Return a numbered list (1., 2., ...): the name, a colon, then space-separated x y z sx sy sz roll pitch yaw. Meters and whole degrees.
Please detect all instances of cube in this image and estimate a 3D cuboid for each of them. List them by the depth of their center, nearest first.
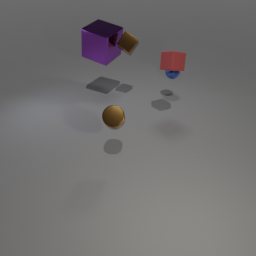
1. cube: 1.769 -2.631 11.049 0.700 0.700 0.700 -3 12 -35
2. cube: -0.001 -3.766 12.526 0.700 0.700 0.700 35 5 2
3. cube: -1.194 -3.977 12.975 1.400 1.400 1.400 24 45 17

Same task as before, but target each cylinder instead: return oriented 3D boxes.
1. cylinder: -0.447 -0.325 8.965 0.700 0.700 0.700 1 -7 1

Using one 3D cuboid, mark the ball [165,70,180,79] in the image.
1. ball: 2.130 -2.676 13.347 0.700 0.700 0.700 0 32 0
